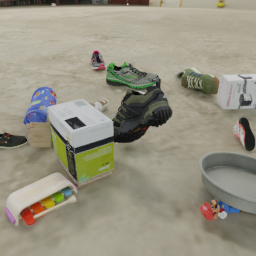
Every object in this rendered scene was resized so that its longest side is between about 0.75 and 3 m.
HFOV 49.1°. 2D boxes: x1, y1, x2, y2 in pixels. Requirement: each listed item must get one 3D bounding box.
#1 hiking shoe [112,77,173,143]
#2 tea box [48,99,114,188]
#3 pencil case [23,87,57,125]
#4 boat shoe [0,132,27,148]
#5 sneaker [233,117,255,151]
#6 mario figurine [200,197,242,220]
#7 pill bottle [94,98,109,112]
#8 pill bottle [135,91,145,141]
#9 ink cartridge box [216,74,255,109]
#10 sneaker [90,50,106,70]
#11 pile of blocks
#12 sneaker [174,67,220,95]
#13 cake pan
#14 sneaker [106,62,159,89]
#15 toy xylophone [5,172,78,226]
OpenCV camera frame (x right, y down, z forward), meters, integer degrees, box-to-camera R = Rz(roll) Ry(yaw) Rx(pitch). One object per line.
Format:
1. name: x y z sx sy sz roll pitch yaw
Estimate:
1. hiking shoe: 0.145 -0.432 8.536 1.007 2.660 1.339 19 54 -46
2. tea box: -1.412 0.384 8.439 1.265 1.863 1.894 -17 34 -29
3. pencil case: -3.516 -0.774 11.310 1.129 1.014 2.599 -14 31 -2
4. boat shoe: -4.307 0.412 9.855 1.441 0.452 0.527 -2 29 -5
5. sneaker: 4.148 0.311 10.035 0.423 0.680 1.268 -3 66 -5
6. mario figurine: 2.322 1.929 6.981 1.134 0.700 0.601 -4 74 -21
7. pill bottle: -1.231 -0.950 12.193 0.463 0.463 0.810 19 36 29
8. pill bottle: 0.243 -0.413 9.941 0.922 1.632 0.922 12 -12 3
9. ink cartridge box: 5.060 -1.606 12.403 1.896 1.375 0.794 -2 30 -4
10. sneaker: -1.922 -4.199 17.493 0.884 0.818 2.192 -9 32 -15
11. pile of blocks: -2.457 -0.117 10.261 2.879 1.182 0.895 -31 19 -36
12. sneaker: 3.324 -2.301 14.116 1.322 0.987 2.945 -11 28 -11
13. cake pan: 3.194 1.435 7.622 2.616 0.480 2.616 6 22 -2
14. sneaker: 0.189 -2.767 14.599 2.865 1.221 1.118 7 31 12
15. toy xylophone: -2.177 1.851 7.291 1.903 0.478 1.393 -18 35 -29
